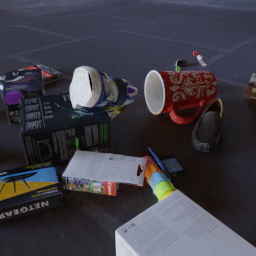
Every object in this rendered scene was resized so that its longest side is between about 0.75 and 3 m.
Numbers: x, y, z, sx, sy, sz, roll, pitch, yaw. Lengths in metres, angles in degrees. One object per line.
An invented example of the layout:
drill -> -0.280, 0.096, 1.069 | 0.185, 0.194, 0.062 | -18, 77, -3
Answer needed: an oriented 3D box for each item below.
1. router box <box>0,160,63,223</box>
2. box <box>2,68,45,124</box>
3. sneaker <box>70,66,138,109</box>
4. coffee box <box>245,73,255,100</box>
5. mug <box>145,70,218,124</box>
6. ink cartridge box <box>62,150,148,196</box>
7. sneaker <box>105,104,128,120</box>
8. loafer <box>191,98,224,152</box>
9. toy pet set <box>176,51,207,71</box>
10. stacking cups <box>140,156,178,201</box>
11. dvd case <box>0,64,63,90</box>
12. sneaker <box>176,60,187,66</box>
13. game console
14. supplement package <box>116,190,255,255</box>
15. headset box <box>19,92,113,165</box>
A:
router box -> -2.591, 1.507, 6.757 | 1.797, 0.459, 1.341 | -12, 34, -18
box -> -3.818, -1.259, 10.496 | 1.373, 1.191, 2.246 | -9, 33, -14
sneaker -> -0.466, -1.067, 7.362 | 1.804, 0.993, 2.464 | -10, -1, -21
coffee box -> 5.559, -1.736, 11.834 | 0.853, 0.595, 1.492 | 16, 35, 23
mug -> 2.056, -1.184, 10.536 | 2.367, 2.101, 1.579 | -9, -3, -21
ink cartridge box -> -0.547, 1.175, 7.261 | 2.010, 0.506, 1.095 | 6, 32, 8
sneaker -> -0.538, -0.637, 10.069 | 1.127, 0.420, 0.477 | -25, 32, 3
loafer -> 2.601, -0.148, 9.015 | 0.887, 0.881, 2.436 | 12, 35, 16
toy pet set -> 2.803, -2.266, 12.045 | 1.481, 1.587, 0.843 | 46, 17, -2
stacking cups -> 0.744, 1.357, 6.931 | 0.583, 0.583, 1.926 | -12, 32, -19
dvd case -> -4.731, -2.359, 13.128 | 1.974, 0.298, 2.704 | 27, 40, 37
sneaker -> 2.850, -3.459, 14.883 | 0.403, 0.287, 0.812 | 14, 30, 31
game console -> 1.095, 0.895, 7.638 | 0.838, 0.581, 0.982 | -11, 34, -15
supplement package -> 0.956, 2.343, 4.468 | 1.469, 1.458, 1.936 | -23, 39, -32
headset box -> -1.861, -0.108, 8.626 | 2.626, 1.218, 2.287 | -11, 33, -17
